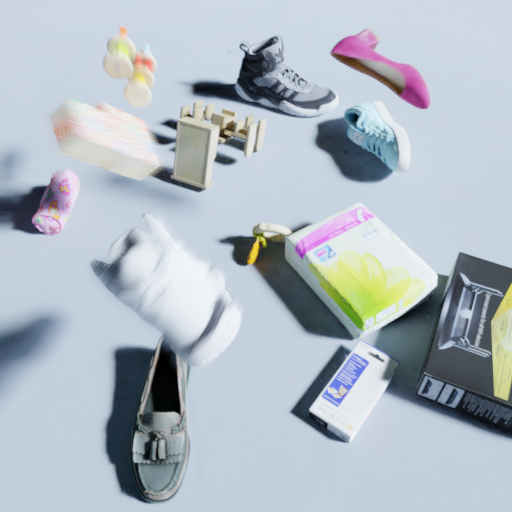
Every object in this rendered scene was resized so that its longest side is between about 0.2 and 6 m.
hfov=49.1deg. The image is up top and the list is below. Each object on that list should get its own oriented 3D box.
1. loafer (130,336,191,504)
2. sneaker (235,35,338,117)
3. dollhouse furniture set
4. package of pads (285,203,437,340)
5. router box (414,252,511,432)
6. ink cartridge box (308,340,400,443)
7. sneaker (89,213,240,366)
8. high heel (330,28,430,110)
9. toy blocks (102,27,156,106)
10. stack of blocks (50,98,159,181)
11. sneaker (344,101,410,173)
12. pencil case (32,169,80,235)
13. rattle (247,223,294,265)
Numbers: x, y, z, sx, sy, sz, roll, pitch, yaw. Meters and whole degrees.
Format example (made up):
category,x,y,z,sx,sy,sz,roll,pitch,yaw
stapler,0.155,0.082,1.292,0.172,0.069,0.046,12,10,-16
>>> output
category,x,y,z,sx,sy,sz,roll,pitch,yaw
loafer,-1.553,2.497,9.048,0.971,0.850,2.704,-1,49,-1
sneaker,0.794,-4.786,14.845,2.930,1.667,1.106,17,51,15
dollhouse furniture set,-1.063,-2.702,13.611,1.895,1.436,2.162,19,30,16
package of pads,2.043,0.214,11.043,1.943,0.858,2.515,-26,55,-19
router box,4.381,1.507,9.952,2.346,0.779,2.984,20,52,16
ink cartridge box,1.697,2.283,9.605,0.814,0.319,1.719,29,57,24
sneaker,-1.224,0.220,7.379,1.085,1.659,2.887,-42,21,-3
high heel,2.111,-3.054,9.514,0.887,0.623,1.849,-36,84,-19
toy blocks,-2.342,-3.748,10.596,0.526,1.208,1.449,-13,52,17
stack of blocks,-2.726,-2.163,10.139,0.558,1.906,1.098,-31,69,24
sneaker,2.854,-2.837,13.679,1.134,1.023,2.767,-10,39,-4
pencil case,-4.414,-1.208,12.424,0.695,0.695,1.590,1,49,1
rattle,0.519,-0.200,11.665,1.254,0.816,0.896,15,56,-17
